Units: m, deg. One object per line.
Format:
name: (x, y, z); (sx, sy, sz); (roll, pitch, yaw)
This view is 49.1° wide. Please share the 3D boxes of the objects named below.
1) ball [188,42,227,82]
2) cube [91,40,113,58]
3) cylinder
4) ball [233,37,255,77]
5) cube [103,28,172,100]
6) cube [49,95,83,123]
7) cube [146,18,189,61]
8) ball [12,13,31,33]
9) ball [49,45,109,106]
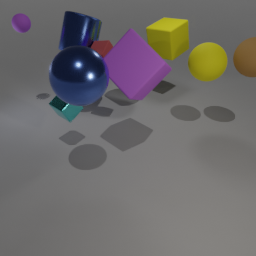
ball: (2.924, -2.423, 10.326); (1.400, 1.400, 1.400); (0, 32, 0)
cube: (-0.924, -2.662, 10.134); (0.700, 0.700, 0.700); (8, 64, 33)
cylinder: (-1.796, -3.478, 10.520); (1.400, 1.400, 1.400); (13, 14, -3)
ball: (4.505, -2.520, 10.006); (1.400, 1.400, 1.400); (0, 32, 0)
cube: (0.251, -1.802, 8.309); (1.400, 1.400, 1.400); (47, 15, 8)
cube: (-2.081, -0.745, 9.463); (0.700, 0.700, 0.700); (29, 71, 30)
cube: (1.877, -4.183, 13.095); (1.400, 1.400, 1.400); (24, 50, 38)
ball: (-4.097, -4.031, 10.766); (0.700, 0.700, 0.700); (0, 32, 0)
ball: (-1.141, -1.218, 6.599); (1.400, 1.400, 1.400); (0, 32, 0)
